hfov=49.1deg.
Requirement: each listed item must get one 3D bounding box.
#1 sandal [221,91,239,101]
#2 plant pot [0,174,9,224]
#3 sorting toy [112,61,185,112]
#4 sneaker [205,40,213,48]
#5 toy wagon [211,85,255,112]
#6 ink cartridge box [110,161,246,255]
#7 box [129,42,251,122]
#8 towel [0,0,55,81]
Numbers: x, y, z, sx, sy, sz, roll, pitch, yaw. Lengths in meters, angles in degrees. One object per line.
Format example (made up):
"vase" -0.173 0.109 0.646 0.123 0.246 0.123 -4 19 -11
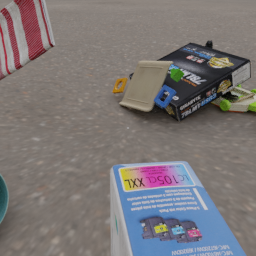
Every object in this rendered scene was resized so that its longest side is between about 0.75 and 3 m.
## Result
"sandal" 3.057 -0.898 8.410 0.301 0.217 0.759 -29 25 2
"plant pot" -2.636 1.112 4.491 1.328 1.328 0.894 -15 3 -24
"sorting toy" 0.548 -1.233 8.216 0.386 1.597 2.837 29 -5 -36
"sneaker" 3.876 -3.912 13.562 0.492 0.569 1.300 7 31 12
"toy wagon" 3.326 -0.875 8.550 1.545 0.394 1.991 -19 36 -29
"ink cartridge box" 0.475 1.805 2.527 1.010 1.806 2.647 -3 30 -9
"box" 1.828 -1.619 8.813 2.710 0.678 2.730 -29 37 -13
"towel" -2.706 -2.218 6.715 2.181 1.571 0.248 -19 -7 31
